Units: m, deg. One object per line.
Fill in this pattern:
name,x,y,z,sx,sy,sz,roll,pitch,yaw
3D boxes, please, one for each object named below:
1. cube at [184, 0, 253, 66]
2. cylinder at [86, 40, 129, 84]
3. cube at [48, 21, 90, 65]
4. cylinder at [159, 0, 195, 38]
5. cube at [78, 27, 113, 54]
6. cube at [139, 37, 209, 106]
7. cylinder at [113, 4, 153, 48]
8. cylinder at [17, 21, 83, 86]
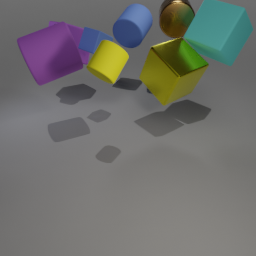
cube,2.955,-3.093,9.115,1.400,1.400,1.400,35,11,33
cylinder,-0.447,-1.445,6.165,0.700,0.700,0.700,29,-5,3
cube,-2.502,-3.585,11.824,1.400,1.400,1.400,1,19,-43
cylinder,1.967,-4.555,11.439,1.400,1.400,1.400,3,34,5
cube,-1.026,-2.714,8.928,0.700,0.700,0.700,26,13,30
cube,1.456,-1.852,9.172,1.400,1.400,1.400,-26,67,-30
cylinder,0.220,-4.518,12.415,1.400,1.400,1.400,12,52,20
cylinder,-2.189,-2.111,7.999,1.400,1.400,1.400,-24,35,-8
